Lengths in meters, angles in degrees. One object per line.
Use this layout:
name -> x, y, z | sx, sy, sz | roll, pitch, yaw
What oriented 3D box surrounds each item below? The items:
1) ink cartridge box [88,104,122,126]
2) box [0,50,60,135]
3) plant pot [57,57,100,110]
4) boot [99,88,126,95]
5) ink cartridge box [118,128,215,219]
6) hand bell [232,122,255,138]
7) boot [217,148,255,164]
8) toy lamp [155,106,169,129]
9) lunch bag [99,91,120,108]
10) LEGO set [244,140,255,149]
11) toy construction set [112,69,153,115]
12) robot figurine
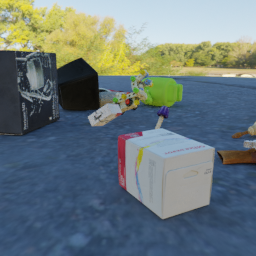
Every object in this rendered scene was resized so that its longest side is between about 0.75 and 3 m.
ink cartridge box -> -0.751, -0.417, 9.160 | 0.903, 0.374, 0.662 | -31, -13, 28
box -> -4.168, -1.500, 10.954 | 1.819, 2.936, 2.886 | 4, 14, 15
plant pot -> -2.868, -2.165, 14.883 | 1.959, 2.209, 2.203 | -20, 42, -23
boot -> -1.200, -2.000, 17.462 | 2.614, 0.946, 1.885 | 6, 12, -11
ink cartridge box -> 0.671, 0.774, 5.405 | 1.149, 1.143, 1.581 | -7, 16, -28
hand bell -> 4.083, 0.166, 9.674 | 1.094, 0.570, 0.570 | -16, 16, -9
boot -> 3.113, 0.704, 7.622 | 1.314, 0.450, 1.237 | -5, 20, 11
toy lamp -> 0.934, -0.068, 8.536 | 0.374, 1.285, 0.374 | 20, -13, 5
lunch bag -> -1.015, -1.582, 15.689 | 1.230, 0.882, 1.500 | -2, 11, -1
LEGO set -> 3.824, 0.734, 6.598 | 0.803, 0.746, 1.957 | -5, 8, -31
toy construction set -> 0.031, -1.404, 12.069 | 1.072, 1.525, 2.326 | 20, -30, -30
robot figurine -> 1.755, -2.126, 16.376 | 2.826, 1.635, 2.479 | 11, 16, 37
